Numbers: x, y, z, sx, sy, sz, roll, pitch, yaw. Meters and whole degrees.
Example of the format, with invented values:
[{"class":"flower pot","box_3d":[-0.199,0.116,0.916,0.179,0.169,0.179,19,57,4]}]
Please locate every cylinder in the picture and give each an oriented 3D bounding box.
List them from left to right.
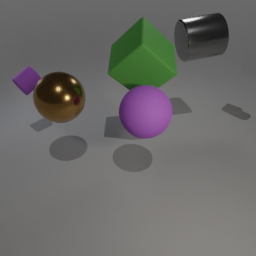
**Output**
[{"class":"cylinder","box_3d":[-3.306,-1.560,9.228,0.700,0.700,0.700,-45,49,-16]},{"class":"cylinder","box_3d":[2.455,-3.071,9.528,1.400,1.400,1.400,-12,34,-6]}]

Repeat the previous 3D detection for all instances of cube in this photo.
[{"class":"cube","box_3d":[0.420,-2.006,8.175,1.400,1.400,1.400,33,42,-31]}]

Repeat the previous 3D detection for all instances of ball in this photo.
[{"class":"ball","box_3d":[-1.870,-0.836,7.687,1.400,1.400,1.400,0,33,0]},{"class":"ball","box_3d":[0.458,-0.421,7.381,1.400,1.400,1.400,0,33,0]}]
